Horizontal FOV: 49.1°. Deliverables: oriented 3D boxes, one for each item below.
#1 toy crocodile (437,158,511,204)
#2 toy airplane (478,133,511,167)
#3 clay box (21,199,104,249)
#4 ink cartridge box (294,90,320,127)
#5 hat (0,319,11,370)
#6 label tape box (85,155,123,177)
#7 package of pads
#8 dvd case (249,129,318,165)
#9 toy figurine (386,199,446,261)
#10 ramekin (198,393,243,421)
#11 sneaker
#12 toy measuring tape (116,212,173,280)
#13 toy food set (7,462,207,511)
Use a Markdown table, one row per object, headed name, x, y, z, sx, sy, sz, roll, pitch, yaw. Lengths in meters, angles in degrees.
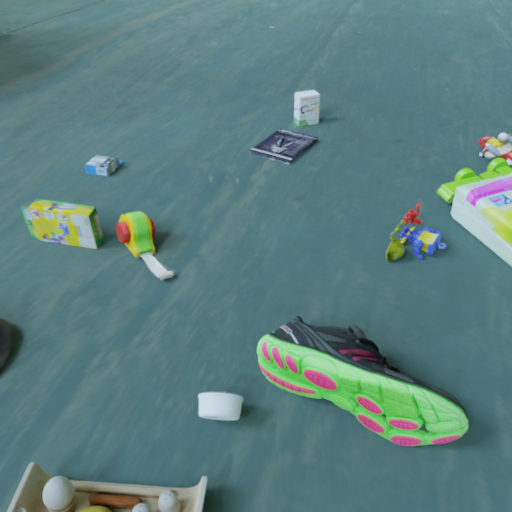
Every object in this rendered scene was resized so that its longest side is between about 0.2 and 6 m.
| name | x | y | z | sx | sy | sz | roll | pitch | yaw |
| --- | --- | --- | --- | --- | --- | --- | --- | --- | --- |
| toy crocodile | 5.064 | -1.535 | 12.225 | 2.349 | 0.725 | 0.793 | -17 | 40 | -15 |
| toy airplane | 5.974 | -2.619 | 13.594 | 1.005 | 0.712 | 1.009 | 6 | 36 | 7 |
| clay box | -3.723 | -0.627 | 10.770 | 1.440 | 0.827 | 0.343 | 10 | 42 | 12 |
| ink cartridge box | 1.394 | -4.063 | 15.435 | 0.620 | 0.856 | 0.360 | -13 | 37 | -17 |
| hat | -4.871 | 1.213 | 8.178 | 2.293 | 0.925 | 2.293 | -1 | 34 | 1 |
| label tape box | -3.631 | -2.220 | 13.425 | 0.577 | 0.266 | 0.806 | 10 | 40 | 13 |
| package of pads | 5.372 | -0.632 | 10.749 | 1.999 | 0.882 | 2.587 | -13 | 39 | -15 |
| dvd case | 0.720 | -2.825 | 14.367 | 1.173 | 0.126 | 1.577 | 20 | 41 | 25 |
| toy figurine | 3.124 | -0.333 | 10.505 | 0.861 | 0.758 | 1.438 | 26 | 44 | 23 |
| ramekin | -0.477 | 2.000 | 7.407 | 0.596 | 0.596 | 0.290 | 3 | 69 | 4 |
| sneaker | 1.447 | 1.529 | 7.604 | 2.957 | 1.135 | 1.239 | 22 | 46 | 25 |
| toy measuring tape | -2.091 | -0.316 | 10.452 | 0.732 | 0.732 | 1.990 | -21 | 41 | -26 |
| toy food set | -1.669 | 2.990 | 6.007 | 2.111 | 0.638 | 1.514 | 3 | 36 | 4 |
